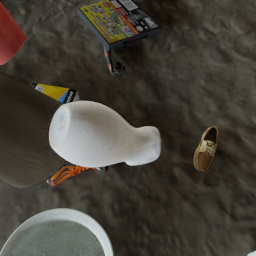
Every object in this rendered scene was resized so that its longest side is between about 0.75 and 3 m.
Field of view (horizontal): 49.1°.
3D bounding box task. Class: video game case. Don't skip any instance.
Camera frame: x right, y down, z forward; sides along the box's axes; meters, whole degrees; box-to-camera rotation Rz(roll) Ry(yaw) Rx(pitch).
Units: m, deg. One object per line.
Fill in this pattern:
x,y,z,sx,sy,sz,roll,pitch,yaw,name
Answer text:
-0.363,-4.199,10.974,2.340,0.330,2.590,-24,59,-20,video game case

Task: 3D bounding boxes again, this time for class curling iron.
-0.622,-2.692,10.259,0.552,0.284,2.225,-6,54,-23,curling iron

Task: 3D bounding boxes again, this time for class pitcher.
-0.547,0.271,5.117,1.809,1.552,1.097,17,56,-37,pitcher

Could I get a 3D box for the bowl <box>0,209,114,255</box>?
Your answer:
-1.508,3.155,6.192,2.486,1.117,2.486,0,59,0,bowl

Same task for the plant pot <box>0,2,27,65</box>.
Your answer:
-2.840,-2.005,5.853,1.229,1.087,1.229,-25,43,26,plant pot

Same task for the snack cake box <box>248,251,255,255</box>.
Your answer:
3.834,3.736,6.022,2.379,0.799,1.368,15,59,9,snack cake box

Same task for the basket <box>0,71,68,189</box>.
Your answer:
-2.477,-0.092,5.324,2.296,2.547,1.732,-38,55,6,basket

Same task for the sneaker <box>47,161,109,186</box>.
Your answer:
-1.217,1.001,7.712,1.109,0.768,1.979,35,65,20,sneaker

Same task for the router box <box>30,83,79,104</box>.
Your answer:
-2.565,-0.338,8.648,1.577,0.540,2.114,9,59,5,router box

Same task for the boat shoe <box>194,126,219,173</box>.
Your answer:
2.288,0.558,8.101,0.563,0.550,1.489,16,60,10,boat shoe
